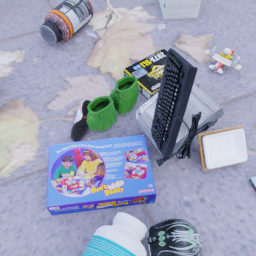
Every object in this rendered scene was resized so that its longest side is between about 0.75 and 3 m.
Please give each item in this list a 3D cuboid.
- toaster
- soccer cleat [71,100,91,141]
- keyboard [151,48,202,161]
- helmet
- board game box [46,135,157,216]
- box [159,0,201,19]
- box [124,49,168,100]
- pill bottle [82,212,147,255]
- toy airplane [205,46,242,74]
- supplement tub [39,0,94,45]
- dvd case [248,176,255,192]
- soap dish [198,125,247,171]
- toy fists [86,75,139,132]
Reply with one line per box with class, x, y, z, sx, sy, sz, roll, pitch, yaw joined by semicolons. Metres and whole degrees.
toaster;1.413;-0.245;8.561;2.640;1.500;1.705;-38;76;-3
soccer cleat;-1.596;-0.218;9.567;0.516;0.554;1.513;21;69;-18
keyboard;1.053;-0.286;6.313;0.267;2.592;1.647;-15;46;-22
helmet;1.182;2.826;6.852;1.221;1.281;1.281;-11;52;13
board game box;-0.802;1.319;8.232;2.957;0.662;1.988;-6;54;-4
box;2.483;-6.274;13.593;1.734;1.133;1.725;-3;53;-3
box;1.145;-2.105;10.894;2.101;0.518;1.678;-31;58;-21
pill bottle;-0.454;3.229;6.369;1.365;1.365;2.465;22;58;16
toy airplane;3.792;-2.767;11.159;1.225;0.865;1.220;-2;54;-2
supplement tub;-2.731;-4.737;12.325;1.360;1.360;2.542;25;57;18
dvd case;4.488;2.078;7.969;1.329;0.200;1.820;-11;55;-8
soap dish;2.847;0.591;8.560;1.443;0.586;1.135;-11;96;-7
toy fists;-0.494;-0.784;9.502;0.796;1.180;2.314;31;59;28
